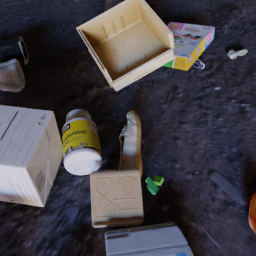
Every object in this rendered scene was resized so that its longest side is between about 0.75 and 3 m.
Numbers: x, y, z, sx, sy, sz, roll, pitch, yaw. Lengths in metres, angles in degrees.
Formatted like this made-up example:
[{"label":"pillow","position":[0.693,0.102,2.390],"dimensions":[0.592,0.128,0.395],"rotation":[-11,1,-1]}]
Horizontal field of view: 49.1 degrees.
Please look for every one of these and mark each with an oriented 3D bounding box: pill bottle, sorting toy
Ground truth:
[{"label":"pill bottle","position":[-1.275,0.316,7.567],"dimensions":[0.965,0.965,1.733],"rotation":[-9,46,-8]},{"label":"sorting toy","position":[0.007,1.575,6.485],"dimensions":[1.718,0.253,1.270],"rotation":[-4,74,1]}]

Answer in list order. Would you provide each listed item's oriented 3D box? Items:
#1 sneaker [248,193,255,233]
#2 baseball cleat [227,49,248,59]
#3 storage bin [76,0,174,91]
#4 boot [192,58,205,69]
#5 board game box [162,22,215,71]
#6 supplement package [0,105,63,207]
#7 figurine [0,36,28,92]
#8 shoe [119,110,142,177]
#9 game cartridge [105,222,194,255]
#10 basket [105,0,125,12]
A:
[{"label":"sneaker","position":[3.161,2.356,5.785],"dimensions":[0.904,0.956,2.478],"rotation":[0,46,4]},{"label":"baseball cleat","position":[4.262,-2.977,10.962],"dimensions":[0.816,0.284,0.434],"rotation":[-21,52,-19]},{"label":"storage bin","position":[-0.055,-2.926,9.688],"dimensions":[2.494,1.169,2.476],"rotation":[-30,62,-2]},{"label":"boot","position":[2.473,-2.498,10.457],"dimensions":[0.370,0.298,0.820],"rotation":[-8,44,-43]},{"label":"board game box","position":[1.950,-3.245,10.823],"dimensions":[1.946,0.513,2.544],"rotation":[19,51,29]},{"label":"supplement package","position":[-3.297,0.592,6.799],"dimensions":[2.883,1.748,1.727],"rotation":[7,49,6]},{"label":"figurine","position":[-4.834,-2.088,9.686],"dimensions":[2.372,1.047,2.431],"rotation":[-9,48,-4]},{"label":"shoe","position":[0.030,0.374,7.648],"dimensions":[0.599,0.784,2.242],"rotation":[3,50,-5]},{"label":"game cartridge","position":[0.573,3.209,5.342],"dimensions":[1.833,0.556,2.749],"rotation":[-4,49,-9]},{"label":"basket","position":[-0.402,-5.661,12.345],"dimensions":[1.209,1.778,1.603],"rotation":[-36,58,-27]}]
